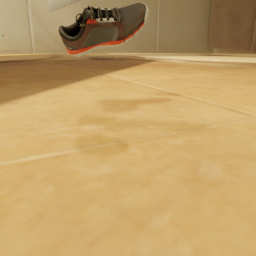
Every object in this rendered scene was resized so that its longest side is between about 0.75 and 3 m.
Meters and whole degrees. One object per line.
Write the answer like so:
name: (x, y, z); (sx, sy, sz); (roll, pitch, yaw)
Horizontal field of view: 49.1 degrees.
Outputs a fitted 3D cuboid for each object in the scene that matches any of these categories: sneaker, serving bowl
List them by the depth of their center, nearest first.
serving bowl: (-1.407, -3.201, 6.754); (1.200, 0.395, 1.200); (-16, 26, 8)
sneaker: (-0.735, -2.948, 7.936); (2.718, 1.113, 1.047); (-22, 57, 10)
